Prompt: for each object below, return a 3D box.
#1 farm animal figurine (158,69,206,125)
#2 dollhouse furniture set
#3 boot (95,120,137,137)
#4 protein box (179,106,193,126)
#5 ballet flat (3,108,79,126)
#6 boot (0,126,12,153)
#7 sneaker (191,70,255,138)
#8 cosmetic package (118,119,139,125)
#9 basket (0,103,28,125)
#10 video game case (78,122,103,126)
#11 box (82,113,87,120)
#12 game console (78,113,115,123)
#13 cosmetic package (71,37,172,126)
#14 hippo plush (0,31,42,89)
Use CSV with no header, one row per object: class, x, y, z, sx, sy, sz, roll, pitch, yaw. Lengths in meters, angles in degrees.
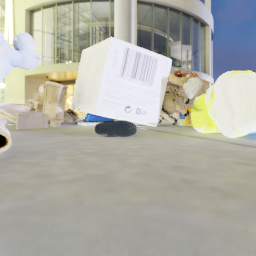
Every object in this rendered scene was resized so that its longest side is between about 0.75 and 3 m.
farm animal figurine,1.416,-1.183,10.709,1.468,2.816,2.785,38,20,-16
dollhouse furniture set,-3.355,-0.903,8.927,2.261,1.294,2.651,19,13,36
boot,-0.193,0.013,5.118,0.793,0.293,0.649,-1,-1,11
protein box,2.638,-0.454,10.700,1.065,0.719,1.058,2,3,35
ballet flat,-3.300,-0.442,10.687,2.808,0.651,0.946,0,11,-7
boot,-1.469,0.107,2.394,0.883,0.321,0.686,3,1,-25
sneaker,2.204,-0.385,5.038,1.486,1.072,2.830,0,1,-4
cosmetic package,0.024,-0.393,12.102,0.893,0.504,0.362,4,4,29
basket,-4.936,-0.574,11.588,0.982,0.893,1.448,2,2,27
video game case,-1.327,-0.164,11.037,1.036,0.121,0.942,-1,2,-29
box,-1.889,-0.564,14.013,0.402,0.329,0.846,-4,-1,30
game console,-1.641,-0.803,13.915,1.262,1.821,2.133,33,20,30
cosmetic package,-0.381,-1.523,10.034,2.368,2.370,2.872,12,0,-26
hippo plush,-2.936,-1.903,7.292,1.323,1.645,1.311,-17,9,-31
